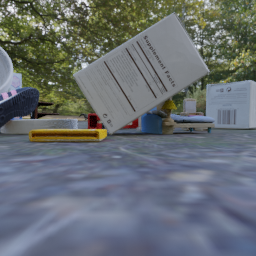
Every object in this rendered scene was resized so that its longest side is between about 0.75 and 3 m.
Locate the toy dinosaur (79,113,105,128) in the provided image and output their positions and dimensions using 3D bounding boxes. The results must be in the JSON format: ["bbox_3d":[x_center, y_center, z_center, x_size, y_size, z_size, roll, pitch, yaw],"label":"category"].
[{"bbox_3d":[-1.040,-0.239,10.474,1.895,0.729,0.969,-7,-16,31],"label":"toy dinosaur"}]

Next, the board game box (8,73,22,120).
[{"bbox_3d":[-4.573,-0.969,9.560,0.413,2.003,2.008,0,2,32],"label":"board game box"}]

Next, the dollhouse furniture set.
[{"bbox_3d":[1.383,-0.636,7.055,2.154,1.489,2.282,-1,2,-16],"label":"dollhouse furniture set"}]

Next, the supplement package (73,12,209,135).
[{"bbox_3d":[0.232,-1.085,6.053,2.341,1.402,1.420,-32,4,-2],"label":"supplement package"}]

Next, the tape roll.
[{"bbox_3d":[-2.151,-0.056,6.914,1.809,0.331,1.809,0,2,0],"label":"tape roll"}]

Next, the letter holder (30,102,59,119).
[{"bbox_3d":[-4.725,-0.810,16.614,1.842,1.304,2.592,1,1,-24],"label":"letter holder"}]

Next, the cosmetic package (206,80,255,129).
[{"bbox_3d":[3.788,-0.732,9.665,1.523,1.514,1.820,1,1,43],"label":"cosmetic package"}]

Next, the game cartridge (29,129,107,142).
[{"bbox_3d":[-0.876,0.093,4.444,1.007,0.185,1.142,0,3,0],"label":"game cartridge"}]

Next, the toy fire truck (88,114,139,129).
[{"bbox_3d":[-0.193,-0.215,9.363,2.079,0.507,1.466,1,2,5],"label":"toy fire truck"}]

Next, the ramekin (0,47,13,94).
[{"bbox_3d":[-4.582,-1.204,7.420,2.766,2.766,1.452,-1,-38,-28],"label":"ramekin"}]

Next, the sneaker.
[{"bbox_3d":[-2.813,-0.537,6.187,0.846,0.723,2.062,16,24,13],"label":"sneaker"}]
